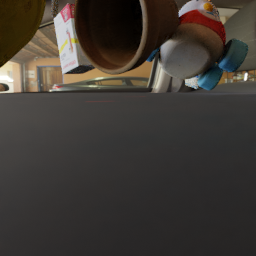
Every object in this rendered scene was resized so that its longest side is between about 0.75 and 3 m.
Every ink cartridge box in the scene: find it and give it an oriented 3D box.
[{"bbox_3d":[-1.956,-3.251,10.549,0.922,2.211,1.605,-11,4,-33],"label":"ink cartridge box"}]

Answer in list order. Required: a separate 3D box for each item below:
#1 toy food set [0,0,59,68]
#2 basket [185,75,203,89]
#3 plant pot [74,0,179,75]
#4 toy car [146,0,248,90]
[{"bbox_3d":[-2.574,-2.438,5.610,0.969,1.746,2.968,28,58,6],"label":"toy food set"},{"bbox_3d":[2.393,-1.902,9.756,0.676,0.972,0.857,-15,32,-29],"label":"basket"},{"bbox_3d":[0.140,-2.117,5.559,1.891,1.891,1.649,8,23,42],"label":"plant pot"},{"bbox_3d":[1.860,-2.722,7.428,2.283,2.477,2.190,24,-18,-4],"label":"toy car"}]
